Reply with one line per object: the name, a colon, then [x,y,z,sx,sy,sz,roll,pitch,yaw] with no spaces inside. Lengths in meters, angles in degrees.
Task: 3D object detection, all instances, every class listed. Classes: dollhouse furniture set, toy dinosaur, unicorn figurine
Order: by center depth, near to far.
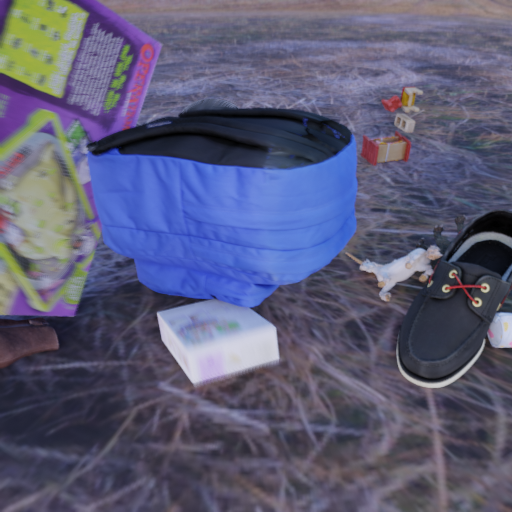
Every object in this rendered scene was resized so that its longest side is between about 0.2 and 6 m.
unicorn figurine: [2.449,0.254,9.902,1.763,0.651,1.211,-14,17,21]
toy dinosaur: [3.592,-0.015,10.235,2.212,0.851,1.131,-10,49,-1]
dollhouse furniture set: [3.650,-3.572,15.276,1.110,2.063,0.839,-8,34,-16]

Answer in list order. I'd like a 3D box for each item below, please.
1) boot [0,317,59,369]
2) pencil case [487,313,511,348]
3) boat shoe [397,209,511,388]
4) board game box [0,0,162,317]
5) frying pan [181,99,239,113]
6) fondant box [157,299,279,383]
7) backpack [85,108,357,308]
boot: [-4.068,1.197,8.662,1.481,0.644,1.780,-10,28,-41]
pencil case: [4.226,1.117,8.624,1.256,0.570,0.522,-4,33,-5]
boat shoe: [3.183,0.537,8.655,1.248,1.069,3.411,25,54,30]
board game box: [-3.142,-1.421,8.085,0.760,4.706,2.825,21,4,34]
frying pan: [-0.557,-1.902,12.418,1.985,3.282,0.534,-23,23,28]
fondant box: [-0.612,1.146,8.198,1.271,0.513,1.761,-12,14,-20]
backpack: [-0.187,-0.788,8.489,3.448,2.893,2.802,4,30,24]
